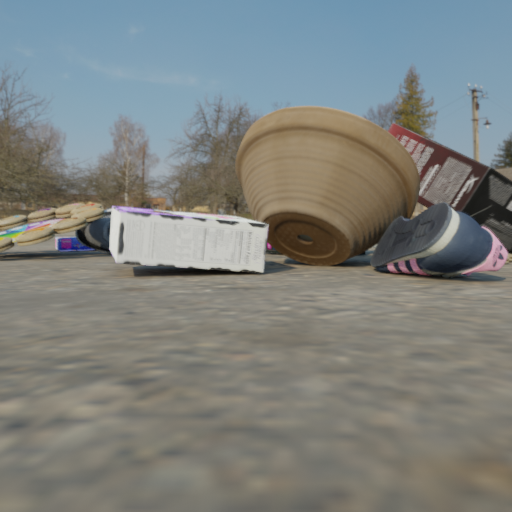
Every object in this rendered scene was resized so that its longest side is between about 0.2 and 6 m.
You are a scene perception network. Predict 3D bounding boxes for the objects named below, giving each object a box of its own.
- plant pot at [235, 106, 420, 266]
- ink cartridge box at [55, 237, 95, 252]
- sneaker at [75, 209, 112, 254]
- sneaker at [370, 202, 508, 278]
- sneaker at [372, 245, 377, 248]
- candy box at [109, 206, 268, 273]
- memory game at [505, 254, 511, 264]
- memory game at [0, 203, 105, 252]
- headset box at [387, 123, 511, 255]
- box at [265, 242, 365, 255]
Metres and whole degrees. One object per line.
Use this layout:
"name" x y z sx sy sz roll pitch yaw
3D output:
"plant pot" 0.894 -0.740 8.166 2.747 1.268 2.747 16 -29 9
"ink cartridge box" -4.314 -0.300 13.657 1.046 0.368 1.753 -2 5 -22
"sneaker" -2.415 -0.484 11.111 2.525 0.953 1.437 2 1 -3
"sneaker" 2.110 -0.011 6.824 0.942 0.806 2.296 28 -3 -4
"sneaker" 3.098 -0.833 15.054 2.090 1.232 0.769 -3 6 -27
"candy box" -0.936 -0.237 7.304 1.808 0.647 1.517 4 6 -19
"memory game" 3.196 -0.105 9.544 2.242 0.143 2.242 6 8 -1
"memory game" -4.513 -0.537 10.799 3.260 0.208 3.260 -11 16 3
"headset box" 3.508 -1.258 10.100 2.079 1.079 2.793 19 17 -34
"box" 1.115 -0.590 11.452 1.363 1.140 1.835 -2 4 -38
